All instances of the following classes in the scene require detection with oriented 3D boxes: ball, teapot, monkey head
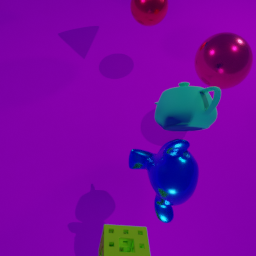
[{"bbox_3d":[2.337,-1.643,6.904,1.369,1.369,1.369,0,63,0],"label":"ball"},{"bbox_3d":[0.625,-3.579,8.227,1.123,1.123,1.123,0,63,0],"label":"ball"},{"bbox_3d":[0.921,-0.360,4.713,1.009,1.623,0.795,4,80,-29],"label":"teapot"},{"bbox_3d":[0.551,0.718,4.548,1.131,1.572,0.947,7,26,1],"label":"monkey head"}]

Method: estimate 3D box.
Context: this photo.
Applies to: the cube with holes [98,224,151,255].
[{"bbox_3d":[-0.082,2.070,4.451,0.706,0.706,0.706,7,33,-9],"label":"cube with holes"}]
